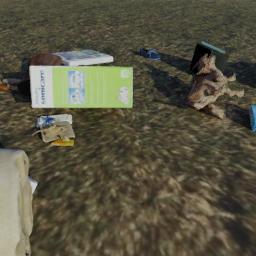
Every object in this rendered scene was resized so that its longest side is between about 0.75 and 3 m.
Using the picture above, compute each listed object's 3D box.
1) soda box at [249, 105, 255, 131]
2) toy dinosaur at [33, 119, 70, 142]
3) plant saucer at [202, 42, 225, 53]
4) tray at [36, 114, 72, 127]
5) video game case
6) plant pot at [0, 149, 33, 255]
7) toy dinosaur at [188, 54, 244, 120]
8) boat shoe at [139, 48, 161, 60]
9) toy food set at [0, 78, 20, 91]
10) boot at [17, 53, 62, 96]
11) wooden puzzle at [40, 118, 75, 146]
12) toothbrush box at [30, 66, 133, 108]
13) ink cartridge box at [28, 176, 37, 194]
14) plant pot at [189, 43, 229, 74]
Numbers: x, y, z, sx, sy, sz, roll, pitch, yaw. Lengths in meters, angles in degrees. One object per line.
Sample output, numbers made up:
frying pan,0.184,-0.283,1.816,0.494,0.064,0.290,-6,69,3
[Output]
soda box,3.727,-0.280,8.028,0.343,0.324,1.011,8,33,14
toy dinosaur,-1.968,0.049,7.303,1.134,0.330,0.573,11,41,21
plant saucer,3.378,-3.208,11.149,0.995,0.094,0.348,27,23,6
tray,-2.149,-0.241,8.173,0.994,0.110,0.534,-6,33,-10
video game case,-2.098,-3.144,12.476,2.043,0.262,2.247,-16,29,-31
plant pot,-2.534,1.159,3.791,2.255,2.463,2.463,-3,31,-14
toy dinosaur,2.439,-1.199,8.909,1.811,1.147,2.672,16,48,40
boat shoe,1.002,-3.538,13.280,1.204,0.413,0.506,21,37,31
toy food set,-4.635,-1.537,10.212,1.554,0.245,0.988,3,31,-10
boot,-2.636,-2.213,10.633,2.675,0.922,2.871,-4,31,-5
wooden puzzle,-1.906,0.115,7.545,0.898,0.156,1.330,-3,34,-14
toothbrush box,-1.288,-1.230,8.184,2.654,1.142,1.932,-2,11,-6
ink cartridge box,-2.171,1.011,5.298,0.823,0.343,0.598,27,-11,-14
plant pot,3.306,-2.653,11.272,1.021,1.148,1.151,1,29,-22
